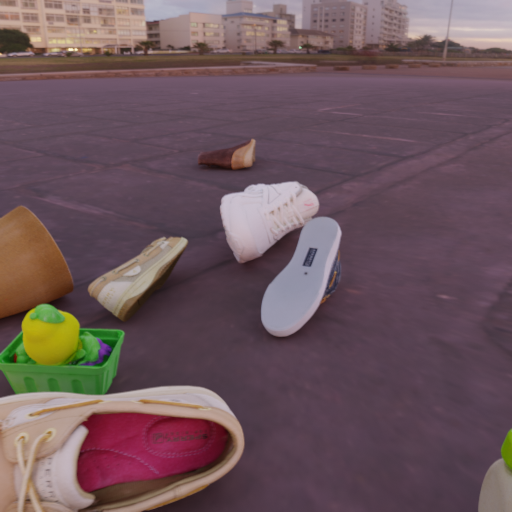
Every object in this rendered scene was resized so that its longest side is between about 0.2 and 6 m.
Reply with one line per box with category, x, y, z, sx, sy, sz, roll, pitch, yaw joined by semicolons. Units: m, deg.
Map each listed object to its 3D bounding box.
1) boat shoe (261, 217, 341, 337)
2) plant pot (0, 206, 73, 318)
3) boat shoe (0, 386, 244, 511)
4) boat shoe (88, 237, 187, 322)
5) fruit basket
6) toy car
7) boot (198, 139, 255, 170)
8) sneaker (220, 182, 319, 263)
boat shoe;0.683;0.427;7.174;0.663;0.851;1.874;12;51;26
plant pot;-3.230;0.245;6.944;1.381;1.287;1.287;-33;37;-31
boat shoe;-1.295;1.413;3.914;2.550;0.940;0.882;-8;-4;-20
boat shoe;-1.505;0.157;7.514;0.605;0.702;1.924;33;33;0
fruit basket;-1.907;0.851;5.421;1.156;1.156;0.834;2;22;4
toy car;1.997;1.782;3.375;1.179;0.968;0.930;15;25;10
boot;-0.770;-2.786;15.130;1.451;0.631;1.744;3;25;4
sneaker;0.302;-0.726;9.038;1.330;1.043;2.676;-12;19;19
